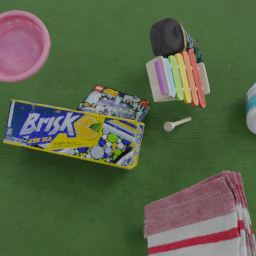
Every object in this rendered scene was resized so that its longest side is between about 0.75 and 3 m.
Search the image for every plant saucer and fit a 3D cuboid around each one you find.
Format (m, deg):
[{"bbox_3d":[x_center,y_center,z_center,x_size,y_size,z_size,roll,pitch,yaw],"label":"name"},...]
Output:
[{"bbox_3d":[-2.355,-1.665,5.890,1.550,0.393,1.550,-1,80,5],"label":"plant saucer"}]

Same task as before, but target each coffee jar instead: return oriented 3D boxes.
[{"bbox_3d":[1.435,-2.342,8.100,0.892,2.090,1.090,-14,82,31],"label":"coffee jar"}]

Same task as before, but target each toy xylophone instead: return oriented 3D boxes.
[{"bbox_3d":[1.298,-0.961,6.907,0.620,1.807,2.468,-13,8,37],"label":"toy xylophone"}]

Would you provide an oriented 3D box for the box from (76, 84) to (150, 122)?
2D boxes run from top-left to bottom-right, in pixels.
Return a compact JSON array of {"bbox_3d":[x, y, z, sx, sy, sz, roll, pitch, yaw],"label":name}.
[{"bbox_3d":[-0.395,-0.525,7.669,1.685,0.336,1.154,19,52,16],"label":"box"}]

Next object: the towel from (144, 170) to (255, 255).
[{"bbox_3d":[0.882,2.286,3.799,0.341,2.159,2.998,17,54,-25],"label":"towel"}]

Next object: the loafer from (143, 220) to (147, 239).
[{"bbox_3d":[0.794,1.911,5.232,1.152,0.414,0.362,-14,52,35],"label":"loafer"}]

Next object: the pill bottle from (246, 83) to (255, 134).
[{"bbox_3d":[3.573,-0.599,7.341,0.871,0.871,1.573,13,45,11],"label":"pill bottle"}]

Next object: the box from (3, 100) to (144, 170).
[{"bbox_3d":[-1.206,0.112,6.392,2.980,0.958,1.044,10,89,11],"label":"box"}]
